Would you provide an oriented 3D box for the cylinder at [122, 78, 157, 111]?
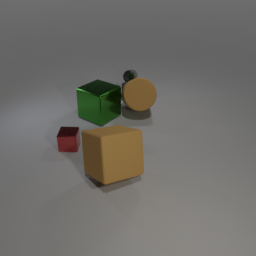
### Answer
[{"bbox_3d":[0.456,-1.483,12.398,1.400,1.400,1.400,-3,7,-5],"label":"cylinder"}]

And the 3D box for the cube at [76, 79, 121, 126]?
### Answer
[{"bbox_3d":[-1.259,-1.151,12.305,1.400,1.400,1.400,22,36,30],"label":"cube"}]

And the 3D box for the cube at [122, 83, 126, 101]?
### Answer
[{"bbox_3d":[0.035,-1.848,14.248,0.700,0.700,0.700,0,31,0],"label":"cube"}]

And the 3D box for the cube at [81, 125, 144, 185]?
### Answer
[{"bbox_3d":[-0.484,0.750,8.638,1.400,1.400,1.400,-9,12,-32],"label":"cube"}]

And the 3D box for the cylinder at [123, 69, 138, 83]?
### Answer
[{"bbox_3d":[0.132,-2.851,15.406,0.700,0.700,0.700,7,17,11],"label":"cylinder"}]

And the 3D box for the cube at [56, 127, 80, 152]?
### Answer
[{"bbox_3d":[-2.196,0.418,10.415,0.700,0.700,0.700,1,31,1],"label":"cube"}]

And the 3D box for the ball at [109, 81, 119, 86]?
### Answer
[{"bbox_3d":[-0.761,-2.035,14.216,0.700,0.700,0.700,0,31,0],"label":"ball"}]
